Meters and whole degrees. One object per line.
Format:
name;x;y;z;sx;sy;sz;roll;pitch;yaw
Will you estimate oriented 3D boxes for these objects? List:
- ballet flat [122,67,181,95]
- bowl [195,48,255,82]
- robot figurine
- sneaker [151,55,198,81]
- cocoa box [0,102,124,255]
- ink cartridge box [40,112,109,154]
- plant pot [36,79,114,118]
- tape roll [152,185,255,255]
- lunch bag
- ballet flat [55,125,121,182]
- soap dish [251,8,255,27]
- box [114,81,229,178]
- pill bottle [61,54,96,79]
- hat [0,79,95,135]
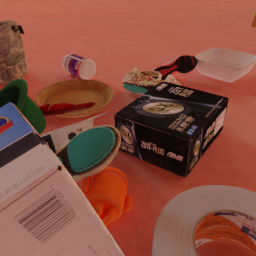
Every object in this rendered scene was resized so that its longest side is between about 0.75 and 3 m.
ballet flat;0.969;-1.366;8.881;2.686;1.016;0.858;24;78;31
bowl;3.748;-2.433;10.859;1.985;0.742;1.988;26;42;34
robot figurine;-0.383;1.226;5.211;0.882;0.715;1.226;-2;33;9
sneaker;1.673;-2.356;10.587;1.854;0.683;0.804;-19;25;-1
cocoa box;-1.250;1.212;3.390;1.575;2.361;1.549;-36;43;-16
ink cartridge box;-1.824;0.380;6.055;2.881;0.565;1.432;-21;4;-26
plant pot;-1.661;-0.942;8.924;2.426;0.333;2.426;-1;33;0
tape roll;1.511;1.920;4.054;2.343;0.774;2.343;0;32;0
lunch bag;-5.063;-2.829;10.215;2.480;2.080;1.728;1;33;1
ballet flat;-0.964;0.659;5.248;2.361;0.820;0.820;-27;25;23
soap dish;3.233;-2.440;4.506;2.080;0.845;1.636;10;70;33
box;1.128;-0.139;7.014;1.950;1.025;2.381;21;38;30
pill bottle;-1.936;-2.386;10.750;1.372;0.771;0.771;26;41;35
hat;-2.455;0.033;7.449;2.402;2.114;1.990;-26;48;26
